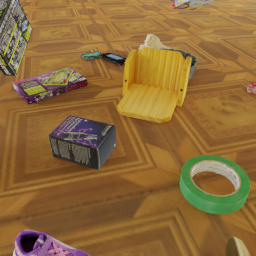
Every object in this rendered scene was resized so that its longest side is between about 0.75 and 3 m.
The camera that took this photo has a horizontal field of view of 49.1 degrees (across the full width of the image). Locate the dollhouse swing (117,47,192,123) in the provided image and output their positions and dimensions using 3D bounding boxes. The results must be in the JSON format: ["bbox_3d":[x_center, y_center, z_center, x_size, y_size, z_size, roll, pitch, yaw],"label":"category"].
[{"bbox_3d":[0.882,-1.695,10.536,2.424,2.202,2.131,13,26,16],"label":"dollhouse swing"}]

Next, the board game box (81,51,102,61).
[{"bbox_3d":[-1.865,-3.840,14.890,1.035,0.146,0.700,-20,40,-25],"label":"board game box"}]

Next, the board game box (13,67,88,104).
[{"bbox_3d":[-3.306,-1.885,12.030,2.714,0.438,1.629,-24,46,-29],"label":"board game box"}]

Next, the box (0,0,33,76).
[{"bbox_3d":[-3.369,-2.656,7.926,0.411,1.488,1.858,5,65,5],"label":"box"}]

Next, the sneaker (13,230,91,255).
[{"bbox_3d":[-1.532,2.522,5.602,1.826,0.807,0.734,12,36,13],"label":"sneaker"}]

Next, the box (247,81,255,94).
[{"bbox_3d":[5.426,-1.669,11.709,0.762,0.380,0.364,10,37,13],"label":"box"}]

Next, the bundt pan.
[{"bbox_3d":[1.781,-2.662,12.571,2.608,0.979,2.608,0,35,0],"label":"bundt pan"}]

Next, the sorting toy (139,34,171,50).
[{"bbox_3d":[1.558,-3.947,14.465,1.703,1.011,1.892,15,37,7],"label":"sorting toy"}]

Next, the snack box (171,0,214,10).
[{"bbox_3d":[2.104,-3.909,8.234,1.118,0.416,1.572,-14,9,42],"label":"snack box"}]

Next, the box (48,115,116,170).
[{"bbox_3d":[-1.329,0.397,8.461,1.650,0.861,1.221,12,37,17],"label":"box"}]

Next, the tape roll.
[{"bbox_3d":[2.269,1.438,7.412,1.752,0.421,1.752,0,35,0],"label":"tape roll"}]

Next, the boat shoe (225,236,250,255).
[{"bbox_3d":[2.320,2.902,5.331,0.561,0.625,1.689,11,37,-7],"label":"boat shoe"}]

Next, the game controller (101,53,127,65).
[{"bbox_3d":[-0.682,-3.601,14.417,1.516,0.319,0.791,29,45,32],"label":"game controller"}]
